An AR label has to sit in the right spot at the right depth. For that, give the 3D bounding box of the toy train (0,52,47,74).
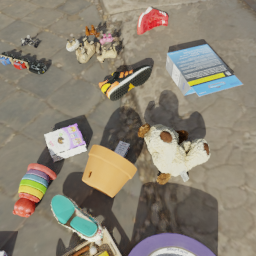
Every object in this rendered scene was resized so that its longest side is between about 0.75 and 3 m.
[{"bbox_3d":[-4.834,-2.899,12.650,2.499,0.426,0.572,18,66,13],"label":"toy train"}]

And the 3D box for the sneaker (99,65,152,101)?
[{"bbox_3d":[-0.109,-2.149,11.753,2.439,0.853,1.097,-36,63,-22],"label":"sneaker"}]

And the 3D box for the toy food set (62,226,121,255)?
[{"bbox_3d":[-1.086,3.621,7.458,1.763,0.533,1.265,-27,57,-19],"label":"toy food set"}]

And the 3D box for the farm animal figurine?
[{"bbox_3d":[-1.576,-3.607,12.883,1.965,1.036,1.987,-35,66,-10],"label":"farm animal figurine"}]

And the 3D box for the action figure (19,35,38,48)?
[{"bbox_3d":[-4.878,-4.217,13.610,0.986,0.503,0.586,16,65,10],"label":"action figure"}]

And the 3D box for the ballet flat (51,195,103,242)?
[{"bbox_3d":[-1.470,2.636,8.012,2.004,0.640,0.758,27,67,36],"label":"ballet flat"}]

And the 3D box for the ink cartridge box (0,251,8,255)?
[{"bbox_3d":[-3.937,4.172,7.123,1.151,0.405,1.928,1,49,1],"label":"ink cartridge box"}]

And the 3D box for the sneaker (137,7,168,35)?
[{"bbox_3d":[1.345,-5.466,14.355,1.302,0.883,2.253,16,55,14],"label":"sneaker"}]

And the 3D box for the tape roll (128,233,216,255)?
[{"bbox_3d":[1.065,3.820,6.508,2.485,1.056,2.485,3,34,-2],"label":"tape roll"}]

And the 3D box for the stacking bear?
[{"bbox_3d":[-2.960,1.957,8.617,0.938,0.878,1.544,10,58,8],"label":"stacking bear"}]

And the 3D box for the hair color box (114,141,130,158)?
[{"bbox_3d":[-0.260,0.870,9.789,0.401,0.243,0.802,18,54,14],"label":"hair color box"}]

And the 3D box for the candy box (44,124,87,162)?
[{"bbox_3d":[-2.217,0.515,9.942,1.225,0.438,1.028,-19,54,-15],"label":"candy box"}]

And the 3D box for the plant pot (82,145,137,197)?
[{"bbox_3d":[-0.672,1.397,8.684,1.594,1.594,1.116,24,73,18],"label":"plant pot"}]

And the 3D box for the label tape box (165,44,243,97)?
[{"bbox_3d":[3.073,-2.202,11.768,2.029,0.890,2.814,-16,54,-12],"label":"label tape box"}]

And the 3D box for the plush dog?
[{"bbox_3d":[1.300,0.630,9.400,2.242,1.799,1.926,14,32,-25],"label":"plush dog"}]
